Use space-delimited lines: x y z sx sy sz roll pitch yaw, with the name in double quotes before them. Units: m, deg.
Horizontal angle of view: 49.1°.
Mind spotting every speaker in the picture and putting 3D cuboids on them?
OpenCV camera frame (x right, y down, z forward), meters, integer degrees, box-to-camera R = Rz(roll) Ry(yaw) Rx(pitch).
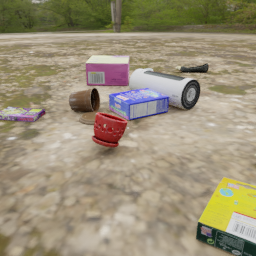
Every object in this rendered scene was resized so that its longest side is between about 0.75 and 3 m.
"speaker" 1.239 -1.455 10.145 1.059 1.059 2.607 -18 28 -37

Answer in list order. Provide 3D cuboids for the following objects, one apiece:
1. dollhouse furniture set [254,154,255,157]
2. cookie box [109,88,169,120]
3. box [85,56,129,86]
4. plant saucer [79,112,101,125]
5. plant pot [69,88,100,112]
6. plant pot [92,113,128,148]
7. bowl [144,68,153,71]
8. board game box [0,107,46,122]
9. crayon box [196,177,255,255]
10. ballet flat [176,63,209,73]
"dollhouse furniture set" 3.146 0.410 6.156 0.810 0.509 0.916 -16 -1 19
"cookie box" 0.340 -0.827 9.212 1.543 0.580 1.320 -13 26 -28
"box" -0.897 -2.745 13.251 1.889 1.038 2.148 1 23 1
"plant saucer" -1.046 -0.314 8.581 0.910 0.134 0.910 0 22 0
"plant pot" -1.438 -0.882 9.195 0.818 0.826 0.826 -2 21 17
"plant pot" -0.450 0.062 6.535 0.754 0.687 0.754 15 7 -2
"bowl" 0.721 -2.212 12.526 1.019 0.458 1.019 -19 33 13
"board game box" -3.382 -0.440 8.825 1.313 0.212 0.788 4 19 11
"crayon box" 1.711 1.324 4.313 0.892 0.357 1.405 14 27 30
"ballet flat" 3.509 -3.305 15.305 1.766 0.502 0.587 1 23 3
